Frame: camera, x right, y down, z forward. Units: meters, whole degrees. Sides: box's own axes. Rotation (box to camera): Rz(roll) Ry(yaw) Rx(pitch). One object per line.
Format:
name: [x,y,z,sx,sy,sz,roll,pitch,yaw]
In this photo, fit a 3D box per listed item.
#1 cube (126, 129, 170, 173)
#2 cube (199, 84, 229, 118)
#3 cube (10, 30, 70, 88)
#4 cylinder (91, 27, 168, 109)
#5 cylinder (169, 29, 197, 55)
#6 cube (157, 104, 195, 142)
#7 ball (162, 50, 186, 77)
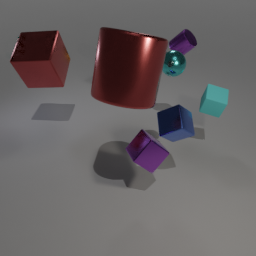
cube: [0.486,0.588,7.165,0.700,0.700,0.700,35,9,-28]
cube: [2.812,-0.891,9.188,0.700,0.700,0.700,17,53,4]
cube: [-2.992,-2.373,9.801,1.400,1.400,1.400,0,60,8]
cylinder: [0.009,-1.244,5.817,1.400,1.400,1.400,10,17,-3]
cylinder: [1.901,-2.928,9.696,0.700,0.700,0.700,-31,6,42]
cube: [1.271,-0.109,7.454,0.700,0.700,0.700,-20,62,34]
ball: [1.219,-1.736,7.556,0.700,0.700,0.700,0,31,0]
